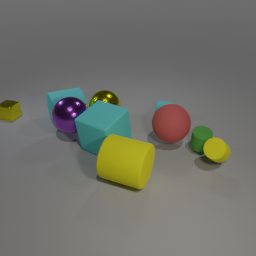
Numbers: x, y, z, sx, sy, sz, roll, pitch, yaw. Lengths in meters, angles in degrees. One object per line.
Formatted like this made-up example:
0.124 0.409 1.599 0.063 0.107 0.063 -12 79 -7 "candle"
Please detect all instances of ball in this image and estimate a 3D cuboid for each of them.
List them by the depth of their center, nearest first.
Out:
1.567 -0.174 10.151 1.400 1.400 1.400 0 30 0 "ball"
-2.168 -0.488 10.609 1.400 1.400 1.400 0 30 0 "ball"
-0.999 -0.935 12.109 1.400 1.400 1.400 0 30 0 "ball"

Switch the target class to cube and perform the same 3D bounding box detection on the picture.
-0.853 0.055 10.160 1.400 1.400 1.400 19 45 29 "cube"
-5.315 -0.787 12.557 0.700 0.700 0.700 9 31 16 "cube"

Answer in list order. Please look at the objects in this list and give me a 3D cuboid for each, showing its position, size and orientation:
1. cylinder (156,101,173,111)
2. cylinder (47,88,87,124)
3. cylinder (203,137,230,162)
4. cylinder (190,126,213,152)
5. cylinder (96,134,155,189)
1.652 -0.855 12.672 0.700 0.700 0.700 8 31 13 "cylinder"
-2.637 -0.935 12.085 1.400 1.400 1.400 -14 33 -23 "cylinder"
2.867 0.715 9.008 0.700 0.700 0.700 23 -2 34 "cylinder"
2.619 0.395 10.024 0.700 0.700 0.700 0 43 0 "cylinder"
-0.047 1.019 8.633 1.400 1.400 1.400 13 32 19 "cylinder"
